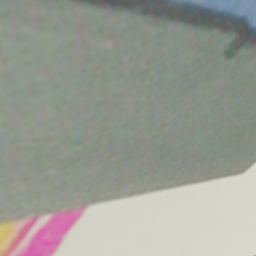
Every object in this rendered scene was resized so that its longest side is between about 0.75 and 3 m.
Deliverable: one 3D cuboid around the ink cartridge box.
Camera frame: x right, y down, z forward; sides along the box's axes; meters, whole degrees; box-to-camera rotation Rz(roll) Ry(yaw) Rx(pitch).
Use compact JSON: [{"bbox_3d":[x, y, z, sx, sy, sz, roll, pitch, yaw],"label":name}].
[{"bbox_3d":[-0.439,-0.584,0.928,2.697,1.180,1.959,0,23,-33],"label":"ink cartridge box"}]
